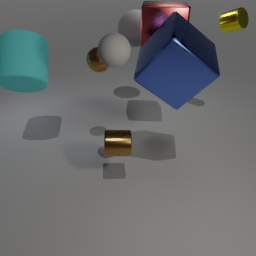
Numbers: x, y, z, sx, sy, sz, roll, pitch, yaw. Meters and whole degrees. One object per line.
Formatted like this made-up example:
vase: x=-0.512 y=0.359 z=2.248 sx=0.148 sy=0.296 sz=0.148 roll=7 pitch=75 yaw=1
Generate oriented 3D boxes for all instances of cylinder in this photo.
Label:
cylinder: x=-3.092 y=-1.932 z=8.311 sx=1.400 sy=1.400 sz=1.400 roll=-3 pitch=-12 yaw=-1
cylinder: x=-0.277 y=0.396 z=7.380 sx=0.700 sy=0.700 sz=0.700 roll=0 pitch=30 yaw=-5
cylinder: x=3.618 y=-3.667 z=9.574 sx=0.700 sy=0.700 sz=0.700 roll=-23 pitch=16 yaw=-34

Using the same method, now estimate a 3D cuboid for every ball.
ball: x=-0.292 y=-1.645 z=5.924 sx=0.700 sy=0.700 sz=0.700 roll=0 pitch=30 yaw=0
ball: x=0.300 y=-3.946 z=11.100 sx=1.400 sy=1.400 sz=1.400 roll=0 pitch=30 yaw=0
ball: x=-0.811 y=-1.906 z=7.824 sx=0.700 sy=0.700 sz=0.700 roll=0 pitch=30 yaw=0

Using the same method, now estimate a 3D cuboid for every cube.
cube: x=1.154 y=-1.597 z=6.745 sx=1.400 sy=1.400 sz=1.400 roll=32 pitch=42 yaw=-20
cube: x=1.127 y=-3.188 z=8.855 sx=1.400 sy=1.400 sz=1.400 roll=2 pitch=30 yaw=4
